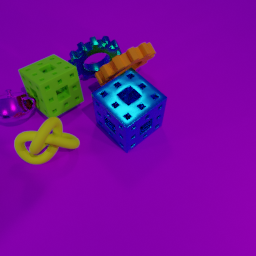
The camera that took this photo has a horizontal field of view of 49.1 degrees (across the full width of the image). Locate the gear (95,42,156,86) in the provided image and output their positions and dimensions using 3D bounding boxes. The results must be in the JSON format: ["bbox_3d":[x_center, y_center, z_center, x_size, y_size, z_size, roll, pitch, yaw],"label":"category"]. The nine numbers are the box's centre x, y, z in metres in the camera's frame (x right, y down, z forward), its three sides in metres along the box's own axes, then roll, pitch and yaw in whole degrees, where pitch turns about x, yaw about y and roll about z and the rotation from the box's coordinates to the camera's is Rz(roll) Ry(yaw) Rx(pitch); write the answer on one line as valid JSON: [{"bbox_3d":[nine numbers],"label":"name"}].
[{"bbox_3d":[-0.076,-1.749,7.788,1.754,1.754,0.324,-30,92,-17],"label":"gear"}]

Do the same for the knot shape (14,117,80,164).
[{"bbox_3d":[-1.884,0.328,6.889,1.435,1.534,0.709,-2,64,-45],"label":"knot shape"}]

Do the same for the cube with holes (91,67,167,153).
[{"bbox_3d":[0.028,-0.445,7.232,1.299,1.299,1.299,-37,65,-20],"label":"cube with holes"}]

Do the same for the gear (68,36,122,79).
[{"bbox_3d":[-0.928,-1.981,7.994,1.507,1.507,0.279,-18,70,-11],"label":"gear"}]

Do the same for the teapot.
[{"bbox_3d":[-3.149,-0.633,7.499,1.673,0.819,1.040,-1,20,19],"label":"teapot"}]

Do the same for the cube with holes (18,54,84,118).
[{"bbox_3d":[-2.012,-1.116,7.456,1.075,1.075,1.075,-34,49,-28],"label":"cube with holes"}]
